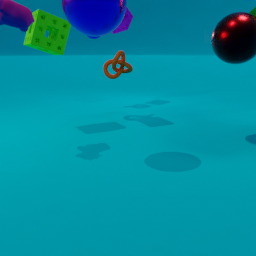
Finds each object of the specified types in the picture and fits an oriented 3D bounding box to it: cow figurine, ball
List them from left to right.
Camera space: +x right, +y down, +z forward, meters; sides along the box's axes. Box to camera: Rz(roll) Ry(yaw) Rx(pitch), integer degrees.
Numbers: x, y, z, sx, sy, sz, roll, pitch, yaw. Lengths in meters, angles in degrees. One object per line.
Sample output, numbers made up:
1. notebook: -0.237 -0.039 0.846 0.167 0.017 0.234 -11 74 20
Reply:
1. cow figurine: -2.389 -2.353 5.559 1.082 0.594 1.065 14 -2 -26
2. ball: -0.596 -2.218 4.955 1.141 1.141 1.141 0 16 0
3. ball: 2.564 -2.094 6.572 1.171 1.171 1.171 0 16 0

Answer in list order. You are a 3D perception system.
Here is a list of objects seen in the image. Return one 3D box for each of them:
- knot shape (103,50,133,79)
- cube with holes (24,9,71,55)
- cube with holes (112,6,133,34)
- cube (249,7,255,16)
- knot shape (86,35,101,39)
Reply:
1. knot shape: -0.379 -2.579 11.284 1.194 1.117 0.552 -10 46 -19
2. cube with holes: -2.233 -2.594 7.723 0.899 0.899 0.899 12 6 -33
3. cube with holes: -0.404 -4.491 11.461 0.781 0.781 0.781 -2 -32 39
4. cube: 3.900 -2.511 6.638 1.258 1.258 1.258 33 24 -37
5. knot shape: -1.225 -3.385 8.744 1.202 0.593 1.284 4 57 -9
